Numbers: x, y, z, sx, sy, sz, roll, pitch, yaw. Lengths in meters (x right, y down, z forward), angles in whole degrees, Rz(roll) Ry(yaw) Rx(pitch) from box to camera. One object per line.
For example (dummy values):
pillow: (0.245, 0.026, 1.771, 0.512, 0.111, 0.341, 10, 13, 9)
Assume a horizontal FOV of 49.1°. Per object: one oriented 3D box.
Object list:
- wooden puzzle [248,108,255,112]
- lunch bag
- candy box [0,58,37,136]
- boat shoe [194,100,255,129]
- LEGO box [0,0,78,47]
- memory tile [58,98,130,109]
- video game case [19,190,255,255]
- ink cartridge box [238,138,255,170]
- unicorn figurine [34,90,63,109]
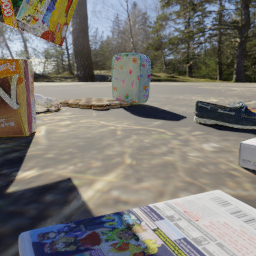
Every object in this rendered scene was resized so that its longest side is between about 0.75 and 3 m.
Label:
wooden puzzle: (3.890, -0.484, 9.084, 1.380, 0.163, 2.327, -1, 11, -4)
lunch bag: (0.082, -2.234, 12.525, 1.836, 2.289, 0.882, 9, 12, 40)
candy box: (-3.531, -0.658, 6.052, 2.832, 1.634, 0.783, -1, 12, -6)
boat shoe: (2.744, -0.396, 7.326, 2.102, 0.650, 0.787, 10, 14, 41)
LEGO box: (-2.062, -3.270, 6.653, 1.577, 2.117, 0.817, 22, 10, 5)
memory tile: (-1.464, -1.091, 12.055, 2.761, 0.232, 2.117, 9, 14, 38)
video game case: (0.475, 0.952, 1.493, 1.856, 0.234, 2.037, -5, 13, -24)
ink cartridge box: (2.149, 0.369, 4.099, 0.901, 0.382, 0.656, -11, 15, -38)
unicorn figurine: (-3.448, -1.026, 10.393, 1.926, 0.711, 1.323, 1, 14, -5)
